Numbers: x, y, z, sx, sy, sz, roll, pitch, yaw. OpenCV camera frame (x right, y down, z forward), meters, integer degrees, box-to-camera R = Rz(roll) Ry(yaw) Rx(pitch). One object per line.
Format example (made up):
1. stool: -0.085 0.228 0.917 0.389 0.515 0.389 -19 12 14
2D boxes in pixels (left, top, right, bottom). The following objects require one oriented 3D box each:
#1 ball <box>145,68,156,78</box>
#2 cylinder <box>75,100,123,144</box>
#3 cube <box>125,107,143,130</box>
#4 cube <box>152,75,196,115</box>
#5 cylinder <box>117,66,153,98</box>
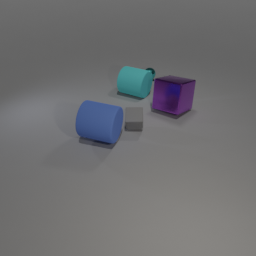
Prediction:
1. ball: 1.271 -3.178 16.405 0.700 0.700 0.700 0 30 0
2. cylinder: -1.039 -0.237 10.490 1.400 1.400 1.400 12 32 13
3. cube: 0.267 -0.380 11.483 0.700 0.700 0.700 0 61 4
4. cube: 2.097 -1.551 12.856 1.400 1.400 1.400 18 25 34
5. cylinder: 0.363 -2.385 14.505 1.400 1.400 1.400 17 35 25
